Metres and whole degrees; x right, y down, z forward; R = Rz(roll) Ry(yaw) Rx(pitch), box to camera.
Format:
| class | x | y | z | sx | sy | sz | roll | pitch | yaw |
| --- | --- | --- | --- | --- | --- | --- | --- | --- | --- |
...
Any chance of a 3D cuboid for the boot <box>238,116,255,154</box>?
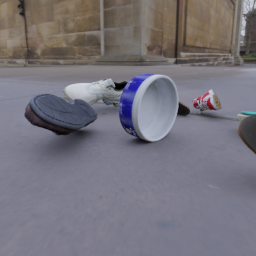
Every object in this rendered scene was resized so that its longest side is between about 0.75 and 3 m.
| class | x | y | z | sx | sy | sz | roll | pitch | yaw |
| --- | --- | --- | --- | --- | --- | --- | --- | --- | --- |
| boot | 2.536 | 0.444 | 4.832 | 1.891 | 0.696 | 0.714 | 31 | -12 | -11 |

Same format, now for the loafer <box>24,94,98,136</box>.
| class | x | y | z | sx | sy | sz | roll | pitch | yaw |
| --- | --- | --- | --- | --- | --- | --- | --- | --- | --- |
| loafer | -1.683 | -0.178 | 7.163 | 1.073 | 0.940 | 2.985 | 49 | 13 | 7 |

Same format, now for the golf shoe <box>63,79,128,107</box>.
| class | x | y | z | sx | sy | sz | roll | pitch | yaw |
| --- | --- | --- | --- | --- | --- | --- | --- | --- | --- |
| golf shoe | -1.160 | -1.540 | 10.861 | 2.670 | 1.298 | 1.045 | -5 | 60 | -37 |

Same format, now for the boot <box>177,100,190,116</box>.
| class | x | y | z | sx | sy | sz | roll | pitch | yaw |
| --- | --- | --- | --- | --- | --- | --- | --- | --- | --- |
| boot | 1.606 | -1.052 | 10.568 | 1.715 | 0.631 | 0.647 | 27 | 48 | 12 |

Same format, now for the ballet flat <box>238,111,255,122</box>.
| class | x | y | z | sx | sy | sz | roll | pitch | yaw |
| --- | --- | --- | --- | --- | --- | --- | --- | --- | --- |
| ballet flat | 3.547 | 0.006 | 7.134 | 0.894 | 0.826 | 2.650 | 9 | 3 | -6 |

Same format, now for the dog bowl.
| class | x | y | z | sx | sy | sz | roll | pitch | yaw |
| --- | --- | --- | --- | --- | --- | --- | --- | --- | --- |
| dog bowl | 0.578 | -0.546 | 7.427 | 0.683 | 1.733 | 1.733 | 16 | 22 | 41 |

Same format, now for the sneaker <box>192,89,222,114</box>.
| class | x | y | z | sx | sy | sz | roll | pitch | yaw |
| --- | --- | --- | --- | --- | --- | --- | --- | --- | --- |
| sneaker | 2.860 | -0.852 | 10.283 | 0.943 | 0.597 | 1.677 | -31 | 11 | 21 |
